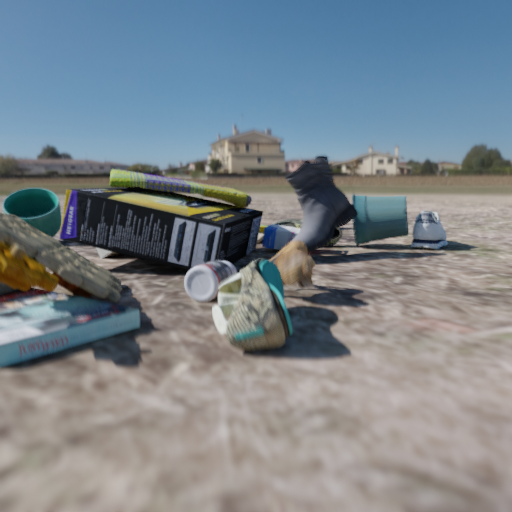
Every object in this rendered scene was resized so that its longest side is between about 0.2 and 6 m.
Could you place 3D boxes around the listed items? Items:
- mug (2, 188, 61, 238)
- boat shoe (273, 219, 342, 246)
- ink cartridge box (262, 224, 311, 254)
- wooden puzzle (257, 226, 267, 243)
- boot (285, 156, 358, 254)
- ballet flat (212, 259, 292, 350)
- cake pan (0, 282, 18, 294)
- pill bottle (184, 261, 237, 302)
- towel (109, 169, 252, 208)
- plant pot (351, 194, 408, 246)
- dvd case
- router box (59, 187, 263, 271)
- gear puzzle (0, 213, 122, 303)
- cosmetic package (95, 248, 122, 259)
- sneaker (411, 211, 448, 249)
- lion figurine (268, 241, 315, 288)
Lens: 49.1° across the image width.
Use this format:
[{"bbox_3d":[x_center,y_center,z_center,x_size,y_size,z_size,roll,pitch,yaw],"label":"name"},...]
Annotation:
[{"bbox_3d":[-5.437,-0.831,13.424,1.266,0.952,1.540,27,43,20],"label":"mug"},{"bbox_3d":[1.127,-0.559,12.761,1.683,0.602,0.503,5,-9,-5],"label":"boat shoe"},{"bbox_3d":[0.838,-0.345,11.925,1.280,0.430,0.744,9,12,11],"label":"ink cartridge box"},{"bbox_3d":[-0.167,-0.648,14.544,1.967,0.396,2.126,6,10,32],"label":"wooden puzzle"},{"bbox_3d":[0.978,-0.979,11.051,0.805,1.519,2.307,-24,12,42],"label":"boot"},{"bbox_3d":[-0.079,0.483,5.932,0.787,0.709,2.091,-16,10,3],"label":"ballet flat"},{"bbox_3d":[-3.650,0.265,6.897,1.758,0.322,1.758,-1,7,0],"label":"cake pan"},{"bbox_3d":[-0.580,0.317,7.491,0.478,0.478,0.825,3,8,18],"label":"pill bottle"},{"bbox_3d":[-1.572,-1.392,11.571,2.828,0.322,2.031,7,10,-15],"label":"towel"},{"bbox_3d":[2.812,-0.848,12.642,1.174,1.199,1.199,-3,7,16],"label":"plant pot"},{"bbox_3d":[-2.588,0.659,5.929,2.228,0.245,1.626,4,9,36],"label":"dvd case"},{"bbox_3d":[-1.567,-0.616,10.739,2.784,0.925,3.541,13,10,8],"label":"router box"},{"bbox_3d":[-2.476,0.127,6.443,1.868,0.472,3.606,33,-5,-12],"label":"gear puzzle"},{"bbox_3d":[-2.849,-0.215,11.242,0.333,0.395,0.764,-29,-7,24],"label":"cosmetic package"},{"bbox_3d":[4.055,-0.644,13.036,0.790,0.832,2.067,1,6,19],"label":"sneaker"},{"bbox_3d":[0.462,0.066,7.586,0.494,0.835,1.363,41,25,-14],"label":"lion figurine"}]
